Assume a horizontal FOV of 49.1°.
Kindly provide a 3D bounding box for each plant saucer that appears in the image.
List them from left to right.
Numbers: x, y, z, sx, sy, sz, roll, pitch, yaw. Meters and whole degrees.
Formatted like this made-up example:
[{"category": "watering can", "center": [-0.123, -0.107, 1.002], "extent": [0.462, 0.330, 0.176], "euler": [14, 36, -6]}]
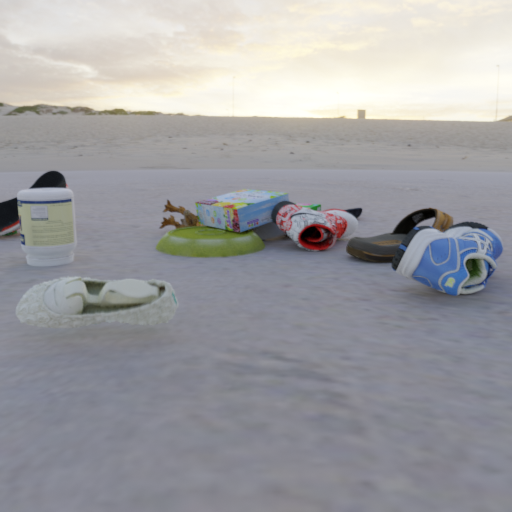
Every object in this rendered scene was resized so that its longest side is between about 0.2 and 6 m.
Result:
[{"category": "plant saucer", "center": [-1.002, -0.369, 12.379], "extent": [2.416, 0.375, 2.416], "euler": [1, 11, 0]}]

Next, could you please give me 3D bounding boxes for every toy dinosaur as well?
[{"category": "toy dinosaur", "center": [-1.695, -0.822, 14.396], "extent": [1.386, 0.788, 2.609], "euler": [21, 5, 6]}]

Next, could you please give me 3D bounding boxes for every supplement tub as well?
[{"category": "supplement tub", "center": [-3.977, -0.564, 10.706], "extent": [1.011, 1.395, 1.011], "euler": [0, 11, 0]}]

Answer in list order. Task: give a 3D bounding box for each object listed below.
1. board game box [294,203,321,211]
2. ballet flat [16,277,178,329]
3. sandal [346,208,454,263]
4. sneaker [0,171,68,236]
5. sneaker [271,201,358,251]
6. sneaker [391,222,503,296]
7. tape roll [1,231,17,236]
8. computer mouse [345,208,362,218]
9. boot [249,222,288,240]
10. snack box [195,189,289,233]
[{"category": "board game box", "center": [0.770, -1.338, 17.089], "extent": [2.055, 0.414, 1.572], "euler": [5, 12, 23]}, {"category": "ballet flat", "center": [-1.814, 0.456, 6.458], "extent": [1.840, 0.660, 0.660], "euler": [-1, 11, -12]}, {"category": "sandal", "center": [3.359, -0.517, 11.558], "extent": [3.393, 0.926, 1.387], "euler": [-6, 12, -22]}, {"category": "sneaker", "center": [-5.751, -0.953, 14.184], "extent": [0.847, 1.359, 2.536], "euler": [34, 59, 18]}, {"category": "sneaker", "center": [1.573, -0.536, 12.466], "extent": [2.386, 0.797, 1.279], "euler": [9, 25, -33]}, {"category": "sneaker", "center": [3.277, 0.134, 8.884], "extent": [2.796, 1.059, 1.077], "euler": [-10, 38, -44]}, {"category": "tape roll", "center": [-6.517, -0.647, 14.198], "extent": [0.831, 0.200, 0.831], "euler": [0, 12, 0]}, {"category": "computer mouse", "center": [2.866, -1.264, 17.156], "extent": [0.822, 0.313, 1.187], "euler": [-6, 1, -17]}, {"category": "boot", "center": [0.491, -0.638, 13.604], "extent": [1.582, 0.582, 0.756], "euler": [-7, -12, -1]}, {"category": "snack box", "center": [-0.322, -1.088, 13.019], "extent": [1.494, 0.600, 1.772], "euler": [-20, 21, -32]}]
